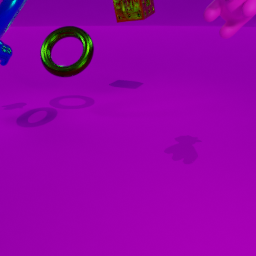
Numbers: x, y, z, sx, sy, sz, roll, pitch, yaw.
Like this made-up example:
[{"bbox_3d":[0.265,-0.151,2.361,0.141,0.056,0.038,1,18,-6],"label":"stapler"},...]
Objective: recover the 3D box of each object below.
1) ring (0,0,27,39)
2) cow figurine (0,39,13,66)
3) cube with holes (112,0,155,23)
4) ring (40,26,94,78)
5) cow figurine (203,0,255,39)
[{"bbox_3d":[-2.841,-2.917,6.805,0.368,1.838,1.838,34,7,-28],"label":"ring"},{"bbox_3d":[-4.087,-2.627,8.794,0.682,1.223,1.242,54,21,22],"label":"cow figurine"},{"bbox_3d":[0.228,-4.958,11.008,1.200,1.200,1.200,5,35,27],"label":"cube with holes"},{"bbox_3d":[-2.081,-2.612,9.537,1.894,1.894,0.379,4,-13,9],"label":"ring"},{"bbox_3d":[1.841,-2.075,4.475,1.352,0.754,1.374,-46,3,-15],"label":"cow figurine"}]
